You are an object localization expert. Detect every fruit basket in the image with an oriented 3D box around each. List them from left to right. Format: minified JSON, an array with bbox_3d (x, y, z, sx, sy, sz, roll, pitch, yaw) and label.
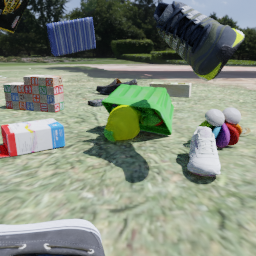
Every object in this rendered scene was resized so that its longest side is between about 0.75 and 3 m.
[{"bbox_3d":[0.135,-0.234,7.663,2.036,1.469,2.036,-14,51,19],"label":"fruit basket"}]

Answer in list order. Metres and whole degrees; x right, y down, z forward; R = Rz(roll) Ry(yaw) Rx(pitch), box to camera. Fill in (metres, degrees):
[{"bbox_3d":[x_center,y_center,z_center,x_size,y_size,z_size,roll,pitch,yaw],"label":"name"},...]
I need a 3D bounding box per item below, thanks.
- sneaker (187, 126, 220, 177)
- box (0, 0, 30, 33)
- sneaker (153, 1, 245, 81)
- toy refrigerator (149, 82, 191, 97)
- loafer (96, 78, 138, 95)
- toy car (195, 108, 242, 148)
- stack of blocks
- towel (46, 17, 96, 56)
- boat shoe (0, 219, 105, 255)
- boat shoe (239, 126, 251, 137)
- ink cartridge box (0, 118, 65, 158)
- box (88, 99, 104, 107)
[{"bbox_3d":[1.472,0.430,5.580,0.587,0.781,1.569,2,17,4],"label":"sneaker"},{"bbox_3d":[-3.619,-3.902,8.231,0.471,1.909,1.524,39,15,15],"label":"box"},{"bbox_3d":[1.114,-1.744,5.257,1.123,1.025,2.774,26,20,-21],"label":"sneaker"},{"bbox_3d":[2.198,-2.040,14.541,2.065,0.722,0.784,6,16,18],"label":"toy refrigerator"},{"bbox_3d":[-0.565,-2.198,14.797,2.448,0.885,0.891,5,17,20],"label":"loafer"},{"bbox_3d":[2.283,0.087,6.904,1.145,1.002,0.859,-6,53,-22],"label":"toy car"},{"bbox_3d":[-3.741,-1.405,11.109,2.327,1.340,0.681,5,16,18],"label":"stack of blocks"},{"bbox_3d":[-2.053,-3.344,10.261,1.662,1.203,0.198,-15,42,-14],"label":"towel"},{"bbox_3d":[-1.175,1.354,2.565,2.054,0.718,0.680,2,12,-23],"label":"boat shoe"},{"bbox_3d":[3.019,0.056,7.791,0.966,0.304,0.352,-5,16,-16],"label":"boat shoe"},{"bbox_3d":[-2.455,0.216,6.755,1.623,0.546,0.943,-10,18,-30],"label":"ink cartridge box"},{"bbox_3d":[-1.214,-1.104,12.171,0.870,0.189,0.697,-11,19,-35],"label":"box"}]
